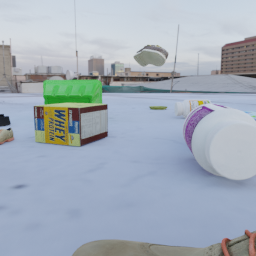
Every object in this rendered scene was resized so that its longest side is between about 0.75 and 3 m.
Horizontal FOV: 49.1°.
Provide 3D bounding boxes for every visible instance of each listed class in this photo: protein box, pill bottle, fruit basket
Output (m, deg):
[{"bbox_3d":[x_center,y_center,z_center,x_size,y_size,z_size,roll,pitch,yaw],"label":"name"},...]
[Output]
[{"bbox_3d":[-1.132,-0.115,5.738,1.077,0.732,1.085,4,9,24],"label":"protein box"},{"bbox_3d":[2.226,-0.655,9.637,1.166,0.648,0.648,-1,9,-4],"label":"pill bottle"},{"bbox_3d":[1.223,0.142,3.684,0.855,0.855,1.523,1,9,5],"label":"pill bottle"},{"bbox_3d":[-1.848,-0.962,9.684,2.114,1.525,2.114,0,26,0],"label":"fruit basket"}]

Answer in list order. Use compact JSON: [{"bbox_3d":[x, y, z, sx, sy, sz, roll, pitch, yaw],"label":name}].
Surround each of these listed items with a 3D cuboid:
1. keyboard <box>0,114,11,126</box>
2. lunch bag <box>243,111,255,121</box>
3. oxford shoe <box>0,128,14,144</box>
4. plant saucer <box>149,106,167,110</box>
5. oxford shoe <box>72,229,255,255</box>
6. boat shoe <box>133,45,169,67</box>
[{"bbox_3d":[-4.460,-0.101,7.029,1.690,0.361,2.815,6,12,37],"label":"keyboard"},{"bbox_3d":[1.874,0.017,5.188,1.244,0.638,1.548,1,9,0],"label":"lunch bag"},{"bbox_3d":[-2.512,0.159,5.444,0.272,0.284,0.769,1,9,9],"label":"oxford shoe"},{"bbox_3d":[1.452,-0.964,13.474,0.903,0.140,0.903,0,8,0],"label":"plant saucer"},{"bbox_3d":[0.606,0.585,1.152,1.886,0.705,0.664,2,9,12],"label":"oxford shoe"},{"bbox_3d":[0.852,-2.552,9.647,0.628,0.758,2.109,-47,19,-7],"label":"boat shoe"}]
